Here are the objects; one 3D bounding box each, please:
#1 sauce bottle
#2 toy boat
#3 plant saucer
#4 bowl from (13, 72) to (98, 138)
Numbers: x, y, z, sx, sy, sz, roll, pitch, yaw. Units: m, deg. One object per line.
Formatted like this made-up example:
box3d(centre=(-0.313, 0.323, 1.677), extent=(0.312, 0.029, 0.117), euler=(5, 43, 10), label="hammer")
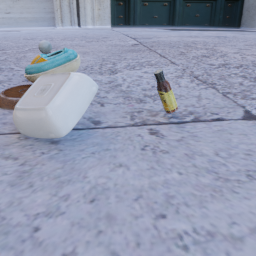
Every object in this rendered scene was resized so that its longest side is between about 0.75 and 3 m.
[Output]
box3d(centre=(1.190, -1.172, 8.994), extent=(0.479, 1.450, 0.479), euler=(-20, 25, 10), label="sauce bottle")
box3d(centre=(-3.342, -2.913, 11.982), extent=(2.393, 1.323, 2.847), euler=(-24, 30, -8), label="toy boat")
box3d(centre=(-3.906, -1.286, 10.930), extent=(2.409, 0.415, 2.409), euler=(-1, 25, 0), label="plant saucer")
box3d(centre=(-2.169, -0.778, 7.897), extent=(2.171, 0.811, 2.174), euler=(3, 52, 35), label="bowl")
